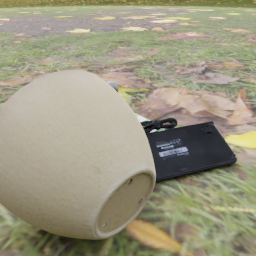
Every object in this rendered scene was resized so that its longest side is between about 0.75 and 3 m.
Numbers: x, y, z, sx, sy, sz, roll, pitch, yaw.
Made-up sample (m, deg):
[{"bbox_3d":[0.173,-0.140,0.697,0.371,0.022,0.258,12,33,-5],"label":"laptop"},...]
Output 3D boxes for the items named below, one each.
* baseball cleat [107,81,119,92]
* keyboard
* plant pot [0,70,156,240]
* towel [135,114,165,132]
[{"bbox_3d":[-0.789,-0.088,6.367,1.084,2.036,0.710,49,10,34],"label":"baseball cleat"},{"bbox_3d":[0.887,0.417,6.297,2.763,0.354,1.659,-9,50,-18],"label":"keyboard"},{"bbox_3d":[-0.581,0.614,4.134,2.478,2.478,1.664,-24,46,-37],"label":"plant pot"},{"bbox_3d":[-0.201,-0.006,7.287,1.526,0.234,2.000,-26,36,-24],"label":"towel"}]
